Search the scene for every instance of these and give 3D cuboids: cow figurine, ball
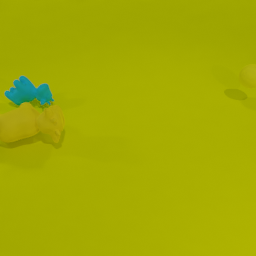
[{"bbox_3d":[-2.935,-0.987,8.456,1.206,1.226,0.673,45,29,-14],"label":"cow figurine"},{"bbox_3d":[-2.432,-0.080,6.874,1.674,0.919,1.647,-23,29,-26],"label":"cow figurine"},{"bbox_3d":[3.754,-1.571,8.525,0.728,0.728,0.728,0,36,0],"label":"ball"}]
